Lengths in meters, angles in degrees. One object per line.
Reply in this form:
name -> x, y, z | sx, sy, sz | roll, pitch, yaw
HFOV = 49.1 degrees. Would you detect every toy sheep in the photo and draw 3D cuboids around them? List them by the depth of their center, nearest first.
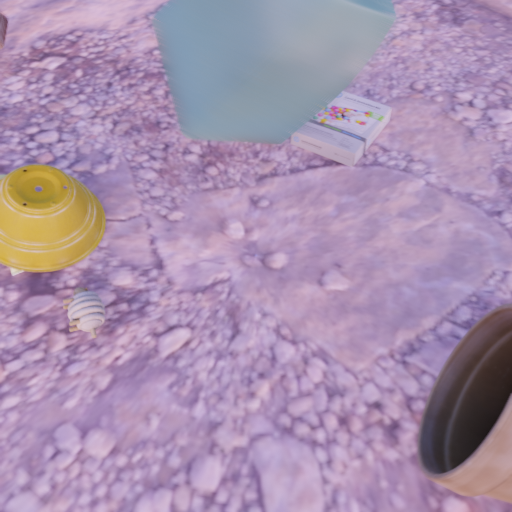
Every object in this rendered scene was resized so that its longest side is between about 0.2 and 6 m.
toy sheep -> -2.605, 0.869, 8.569 | 0.605, 0.605, 0.878 | -17, 68, -14

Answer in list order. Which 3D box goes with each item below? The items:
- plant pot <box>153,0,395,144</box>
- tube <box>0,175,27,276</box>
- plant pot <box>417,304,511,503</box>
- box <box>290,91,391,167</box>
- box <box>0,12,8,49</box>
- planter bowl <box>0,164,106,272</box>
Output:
plant pot -> 0.339, -3.677, 9.145 | 2.355, 3.332, 2.354 | -7, 77, -41
tube -> -4.196, -0.559, 9.869 | 0.628, 0.562, 2.164 | -47, 58, 15
plant pot -> 3.393, 2.050, 6.669 | 2.025, 2.334, 2.334 | 29, 53, 2
box -> 1.807, -2.755, 11.828 | 1.456, 0.384, 1.867 | 26, 53, 20
box -> -4.363, -3.607, 8.214 | 0.491, 1.311, 0.656 | -18, 60, 23
planter bowl -> -3.664, -0.881, 9.488 | 2.194, 0.914, 2.194 | 9, 53, -12
